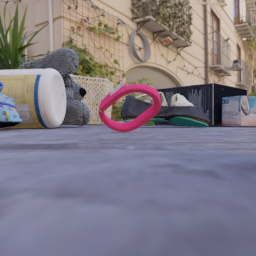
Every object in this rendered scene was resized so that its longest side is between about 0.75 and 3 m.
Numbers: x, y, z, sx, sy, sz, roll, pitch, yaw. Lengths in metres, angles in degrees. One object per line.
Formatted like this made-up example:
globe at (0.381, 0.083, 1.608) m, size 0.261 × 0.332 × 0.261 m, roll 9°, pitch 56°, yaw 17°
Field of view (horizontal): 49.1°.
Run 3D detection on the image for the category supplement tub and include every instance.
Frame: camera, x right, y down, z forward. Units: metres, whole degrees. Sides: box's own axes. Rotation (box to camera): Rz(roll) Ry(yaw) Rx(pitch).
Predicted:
supplement tub at (-2.970, -0.791, 7.661) m, size 2.220 × 1.606 × 1.606 m, roll 0°, pitch 2°, yaw 5°

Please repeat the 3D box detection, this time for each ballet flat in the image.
ballet flat at (1.217, -0.593, 8.623) m, size 2.936 × 1.072 × 1.072 m, roll 3°, pitch 1°, yaw -15°

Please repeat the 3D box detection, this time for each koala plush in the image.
koala plush at (-2.517, -1.193, 9.879) m, size 2.602 × 2.510 × 2.831 m, roll -11°, pitch 4°, yaw 6°

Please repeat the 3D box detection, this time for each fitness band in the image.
fitness band at (0.013, -0.334, 4.816) m, size 0.851 × 0.222 × 1.185 m, roll 32°, pitch -49°, yaw -28°

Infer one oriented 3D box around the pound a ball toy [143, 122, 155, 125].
pound a ball toy at (0.401, -0.540, 12.478) m, size 1.317 × 0.858 × 2.020 m, roll 0°, pitch 1°, yaw -14°

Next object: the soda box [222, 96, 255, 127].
soda box at (4.779, -0.561, 9.795) m, size 2.992 × 1.023 × 0.951 m, roll -1°, pitch 2°, yaw -22°

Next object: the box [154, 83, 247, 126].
box at (3.001, -0.861, 11.520) m, size 2.675 × 1.530 × 2.938 m, roll 0°, pitch 1°, yaw 45°

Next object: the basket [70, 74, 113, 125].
basket at (-1.890, -1.289, 14.014) m, size 1.936 × 2.408 × 2.386 m, roll 6°, pitch 2°, yaw 5°

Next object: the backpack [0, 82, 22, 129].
backpack at (-3.201, -0.477, 6.099) m, size 1.483 × 1.093 × 1.625 m, roll 0°, pitch 0°, yaw 31°
